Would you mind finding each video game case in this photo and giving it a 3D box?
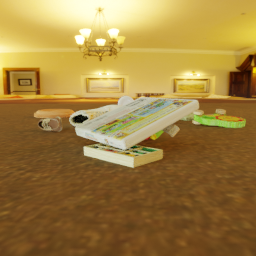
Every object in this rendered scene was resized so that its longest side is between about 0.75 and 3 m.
[{"bbox_3d":[0.185,-0.239,7.100,2.409,0.276,2.193,-27,22,-31],"label":"video game case"}]

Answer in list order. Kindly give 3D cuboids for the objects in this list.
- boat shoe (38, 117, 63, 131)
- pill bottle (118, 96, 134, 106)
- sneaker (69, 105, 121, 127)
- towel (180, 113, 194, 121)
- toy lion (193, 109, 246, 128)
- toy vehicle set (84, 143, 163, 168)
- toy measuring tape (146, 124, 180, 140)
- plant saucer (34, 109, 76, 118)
[{"bbox_3d":[-2.670,-0.102,9.574,0.499,0.527,1.391,-11,4,-37],"label":"boat shoe"},{"bbox_3d":[-0.131,-1.546,17.850,1.039,1.039,1.871,0,7,-3],"label":"pill bottle"},{"bbox_3d":[-1.180,-0.410,10.953,2.160,0.796,1.248,-9,9,7],"label":"sneaker"},{"bbox_3d":[2.923,-0.572,13.557,1.176,0.289,1.585,-2,8,-18],"label":"towel"},{"bbox_3d":[3.671,-0.313,11.144,1.716,0.589,1.645,-2,16,-15],"label":"toy lion"},{"bbox_3d":[-0.120,0.524,5.960,1.470,0.195,0.913,7,11,42],"label":"toy vehicle set"},{"bbox_3d":[0.825,0.022,7.656,0.874,0.874,2.377,-3,14,-23],"label":"toy measuring tape"},{"bbox_3d":[-3.904,-0.804,15.053,2.177,0.351,2.177,-1,8,0],"label":"plant saucer"}]
